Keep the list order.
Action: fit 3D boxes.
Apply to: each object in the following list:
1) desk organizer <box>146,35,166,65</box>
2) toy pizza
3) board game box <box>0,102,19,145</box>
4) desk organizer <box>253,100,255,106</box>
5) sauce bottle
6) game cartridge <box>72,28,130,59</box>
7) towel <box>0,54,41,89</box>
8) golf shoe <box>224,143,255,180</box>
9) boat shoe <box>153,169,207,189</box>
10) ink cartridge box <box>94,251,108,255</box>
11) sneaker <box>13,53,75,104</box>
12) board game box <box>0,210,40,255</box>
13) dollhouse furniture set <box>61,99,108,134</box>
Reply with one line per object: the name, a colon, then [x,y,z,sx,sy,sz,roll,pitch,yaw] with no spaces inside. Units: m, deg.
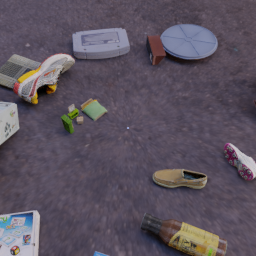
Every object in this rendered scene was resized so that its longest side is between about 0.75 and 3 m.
desk organizer: [1.092,-3.093,11.067,0.511,0.476,1.328,-5,53,-6]
toy pizza: [2.454,-3.465,11.415,2.303,0.365,2.303,-1,52,1]
board game box: [-4.638,0.087,7.578,2.132,0.929,2.889,5,23,5]
desk organizer: [5.710,-0.881,8.991,2.757,1.061,0.989,-1,53,0]
sauce bottle: [1.277,2.573,6.648,1.978,0.640,0.640,17,54,15]
game cartridge: [-1.104,-3.417,11.358,2.240,0.458,1.491,-7,49,-5]
towel: [-4.018,-2.008,10.414,1.634,0.282,1.573,21,58,13]
golf shoe: [3.272,0.931,8.063,0.566,0.465,1.236,-12,55,-27]
boat shoe: [1.417,1.302,7.642,1.456,0.555,0.522,2,53,2]
ink cartridge box: [-0.636,3.403,5.781,0.560,0.962,1.331,14,54,11]
sneaker: [-2.757,-1.705,9.856,1.000,0.948,2.435,40,63,7]
board game box: [-3.387,2.903,6.488,2.524,0.437,1.593,-6,53,-5]
dollhouse furniture set: [-1.436,-0.516,9.017,0.757,0.585,1.515,38,61,25]
